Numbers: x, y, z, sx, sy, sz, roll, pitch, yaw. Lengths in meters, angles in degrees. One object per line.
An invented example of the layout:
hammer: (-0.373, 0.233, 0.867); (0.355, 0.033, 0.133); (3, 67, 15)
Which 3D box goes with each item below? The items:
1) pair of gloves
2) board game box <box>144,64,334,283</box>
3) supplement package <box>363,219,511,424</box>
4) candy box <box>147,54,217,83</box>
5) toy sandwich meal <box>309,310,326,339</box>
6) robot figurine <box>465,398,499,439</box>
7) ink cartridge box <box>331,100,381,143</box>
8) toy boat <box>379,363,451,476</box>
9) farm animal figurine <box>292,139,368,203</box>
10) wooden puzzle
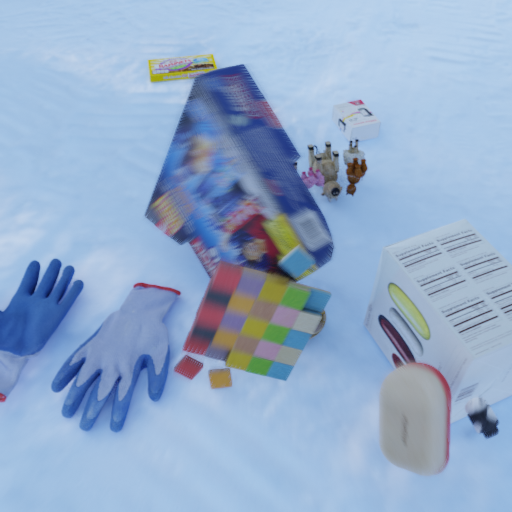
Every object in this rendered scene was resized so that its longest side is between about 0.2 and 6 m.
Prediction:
pair of gloves: (-2.909, 1.263, 8.799); (3.416, 0.389, 2.746); (11, 46, 7)
board game box: (-0.482, -0.751, 8.944); (0.964, 3.123, 3.124); (-29, 87, -37)
supplement package: (2.789, 0.957, 8.034); (1.483, 1.929, 2.017); (-18, 50, -16)
candy box: (-1.934, -4.936, 14.685); (1.770, 0.234, 0.904); (-8, 45, -8)
toy sandwich meal: (0.614, 0.918, 9.062); (1.083, 0.371, 1.083); (-5, 44, 5)
robot figurine: (2.703, 1.923, 6.684); (0.290, 0.349, 0.465); (-21, 71, -17)
ink cartridge box: (2.282, -3.098, 12.838); (0.751, 0.436, 1.018); (-15, 47, -14)
toy boat: (2.037, 1.943, 6.868); (0.853, 1.307, 0.855); (7, 12, 42)
farm animal figurine: (1.297, -1.567, 11.170); (1.795, 0.936, 1.775); (-1, 35, 8)
wooden puzzle: (-0.030, 0.962, 7.705); (1.603, 2.703, 0.190); (17, 31, -12)
